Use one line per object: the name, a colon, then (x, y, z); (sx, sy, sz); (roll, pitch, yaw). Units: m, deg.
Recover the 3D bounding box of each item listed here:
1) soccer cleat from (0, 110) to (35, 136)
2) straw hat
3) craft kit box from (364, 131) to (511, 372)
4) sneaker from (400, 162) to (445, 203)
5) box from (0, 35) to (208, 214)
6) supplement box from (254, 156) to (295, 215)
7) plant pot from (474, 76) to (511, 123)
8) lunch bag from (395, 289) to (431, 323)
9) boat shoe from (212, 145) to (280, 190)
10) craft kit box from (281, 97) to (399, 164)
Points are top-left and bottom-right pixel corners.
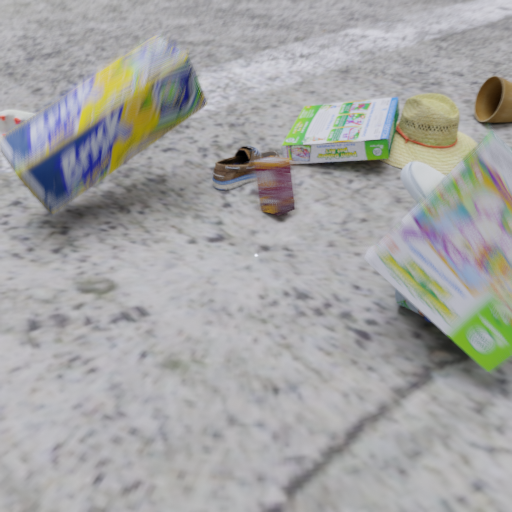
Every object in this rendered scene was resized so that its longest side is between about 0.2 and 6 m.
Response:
soccer cleat: (-4.778, -2.881, 13.004); (2.491, 0.863, 0.966); (13, 34, 5)
straw hat: (3.954, -3.026, 12.810); (2.884, 1.221, 2.884); (0, 38, 0)
craft kit box: (2.898, 0.000, 6.984); (2.201, 2.174, 0.534); (42, 30, 3)
sneaker: (2.743, -0.762, 7.384); (1.741, 0.616, 0.636); (34, 53, -4)
box: (-2.740, -2.422, 10.147); (3.573, 1.149, 1.252); (-39, 53, -11)
supplement box: (0.352, -1.339, 10.640); (0.431, 1.006, 0.555); (-22, 26, -32)
plant pot: (6.357, -3.837, 14.093); (1.218, 1.135, 1.135); (7, 36, -14)
lunch bag: (3.038, -0.106, 8.456); (2.254, 1.806, 0.851); (-25, 39, -30)
boat shoe: (-0.148, -1.963, 11.872); (1.779, 0.644, 0.642); (-31, 47, -34)
craft kit box: (1.986, -2.886, 12.839); (2.333, 0.573, 2.362); (3, 37, 19)
